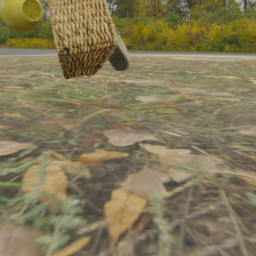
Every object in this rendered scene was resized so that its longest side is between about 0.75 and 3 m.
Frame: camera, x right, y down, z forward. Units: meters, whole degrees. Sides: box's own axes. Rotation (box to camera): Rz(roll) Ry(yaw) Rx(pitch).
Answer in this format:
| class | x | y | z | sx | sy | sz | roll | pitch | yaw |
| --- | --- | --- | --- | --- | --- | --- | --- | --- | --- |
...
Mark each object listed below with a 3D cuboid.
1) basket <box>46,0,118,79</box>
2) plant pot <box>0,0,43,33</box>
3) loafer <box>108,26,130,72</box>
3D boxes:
| class | x | y | z | sx | sy | sz | roll | pitch | yaw |
| --- | --- | --- | --- | --- | --- | --- | --- | --- | --- |
| basket | -1.161 | -2.383 | 7.359 | 1.506 | 1.443 | 2.021 | -14 | 65 | -9 |
| plant pot | -3.279 | -3.770 | 9.004 | 1.331 | 1.331 | 0.945 | -15 | 24 | -39 |
| loafer | -0.736 | -3.407 | 10.898 | 0.965 | 2.550 | 0.871 | -23 | 18 | 19 |
